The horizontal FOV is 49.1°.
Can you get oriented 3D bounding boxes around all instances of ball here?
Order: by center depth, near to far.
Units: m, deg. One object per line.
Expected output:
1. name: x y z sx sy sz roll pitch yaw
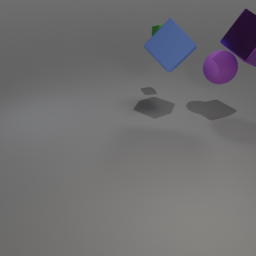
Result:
1. ball: 3.866 -2.540 11.748 1.400 1.400 1.400 0 30 0

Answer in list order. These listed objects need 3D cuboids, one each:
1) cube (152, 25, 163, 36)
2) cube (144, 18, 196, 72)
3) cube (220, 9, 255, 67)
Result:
1. cube: 1.524 -4.229 12.595 0.700 0.700 0.700 -5 15 -19
2. cube: 1.675 -3.159 10.904 1.400 1.400 1.400 47 18 0
3. cube: 4.613 -3.238 10.319 1.400 1.400 1.400 4 41 -43
